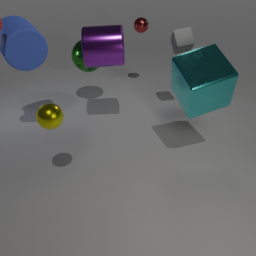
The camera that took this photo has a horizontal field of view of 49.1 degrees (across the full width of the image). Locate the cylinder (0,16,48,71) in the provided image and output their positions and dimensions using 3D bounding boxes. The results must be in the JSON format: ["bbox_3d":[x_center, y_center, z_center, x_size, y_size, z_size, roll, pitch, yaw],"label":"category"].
[{"bbox_3d":[-3.570,-2.817,9.296,1.400,1.400,1.400,-19,45,-28],"label":"cylinder"}]

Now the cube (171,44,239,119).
[{"bbox_3d":[2.205,-1.377,8.380,1.400,1.400,1.400,-19,57,-4],"label":"cube"}]

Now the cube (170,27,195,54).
[{"bbox_3d":[2.108,-3.383,10.886,0.700,0.700,0.700,-12,-7,-3],"label":"cube"}]

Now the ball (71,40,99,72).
[{"bbox_3d":[-1.734,-3.127,12.098,1.400,1.400,1.400,0,32,0],"label":"ball"}]

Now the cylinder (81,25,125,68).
[{"bbox_3d":[-0.857,-2.873,9.889,1.400,1.400,1.400,-4,32,-2],"label":"cylinder"}]

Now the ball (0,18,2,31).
[{"bbox_3d":[-3.917,-2.962,7.877,0.700,0.700,0.700,0,32,0],"label":"ball"}]

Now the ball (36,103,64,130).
[{"bbox_3d":[-2.042,-0.306,7.328,0.700,0.700,0.700,0,32,0],"label":"ball"}]

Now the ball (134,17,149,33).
[{"bbox_3d":[0.617,-4.840,13.185,0.700,0.700,0.700,0,32,0],"label":"ball"}]
